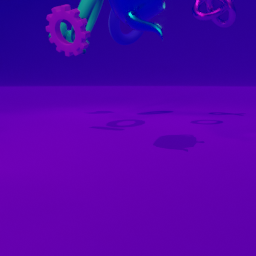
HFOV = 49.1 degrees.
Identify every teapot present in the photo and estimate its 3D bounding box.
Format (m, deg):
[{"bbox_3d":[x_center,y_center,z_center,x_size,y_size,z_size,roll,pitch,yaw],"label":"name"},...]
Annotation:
[{"bbox_3d":[0.217,-2.174,4.259,0.982,2.006,1.247,-4,-16,15],"label":"teapot"}]

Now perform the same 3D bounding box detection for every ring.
[{"bbox_3d":[-0.977,-2.774,6.848,0.309,1.547,1.547,25,7,-7],"label":"ring"},{"bbox_3d":[0.063,-3.702,9.492,0.358,1.791,1.791,35,28,32],"label":"ring"}]

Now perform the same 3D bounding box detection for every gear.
[{"bbox_3d":[-1.330,-2.128,6.171,1.055,1.055,0.195,5,32,29],"label":"gear"}]

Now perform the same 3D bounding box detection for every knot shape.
[{"bbox_3d":[2.843,-3.986,8.789,1.469,1.374,0.679,29,31,13],"label":"knot shape"}]

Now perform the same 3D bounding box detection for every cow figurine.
[{"bbox_3d":[-2.119,-3.239,9.985,1.332,0.743,1.354,26,1,1],"label":"cow figurine"}]
